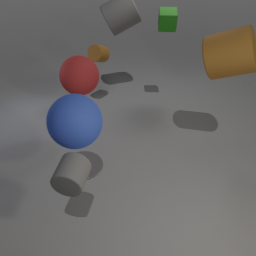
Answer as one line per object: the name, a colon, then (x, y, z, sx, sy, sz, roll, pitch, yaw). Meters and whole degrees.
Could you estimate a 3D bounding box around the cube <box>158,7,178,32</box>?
cube: (1.555, -4.262, 11.004, 0.700, 0.700, 0.700, 3, 50, 3)

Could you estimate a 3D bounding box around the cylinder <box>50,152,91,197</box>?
cylinder: (-1.225, 1.001, 6.064, 0.700, 0.700, 0.700, 6, 42, 10)

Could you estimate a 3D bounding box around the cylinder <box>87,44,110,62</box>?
cylinder: (-1.231, -3.130, 11.769, 0.700, 0.700, 0.700, 15, 16, 23)

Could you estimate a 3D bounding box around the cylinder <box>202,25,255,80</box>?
cylinder: (3.167, -2.299, 8.651, 1.400, 1.400, 1.400, -6, 27, 30)

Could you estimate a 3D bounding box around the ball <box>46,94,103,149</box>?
ball: (-1.341, -0.163, 7.082, 1.400, 1.400, 1.400, 0, 33, 0)

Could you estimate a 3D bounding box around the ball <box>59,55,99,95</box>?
ball: (-1.715, -1.848, 9.892, 1.400, 1.400, 1.400, 0, 33, 0)

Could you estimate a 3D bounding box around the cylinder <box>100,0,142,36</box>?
cylinder: (-0.313, -5.016, 12.306, 1.400, 1.400, 1.400, -26, 32, 9)
